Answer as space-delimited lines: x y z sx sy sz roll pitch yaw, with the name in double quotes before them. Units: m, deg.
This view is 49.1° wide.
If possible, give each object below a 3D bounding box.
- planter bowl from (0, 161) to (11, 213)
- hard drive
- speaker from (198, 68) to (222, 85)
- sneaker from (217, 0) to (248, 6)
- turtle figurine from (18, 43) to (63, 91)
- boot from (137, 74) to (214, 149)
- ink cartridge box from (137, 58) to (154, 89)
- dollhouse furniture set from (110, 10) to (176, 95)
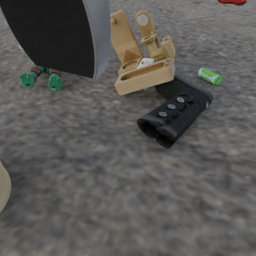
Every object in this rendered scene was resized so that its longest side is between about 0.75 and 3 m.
"planter bowl" -3.915 0.934 5.691 2.541 1.710 2.541 0 38 0
"hard drive" -1.306 -1.888 5.262 1.924 2.852 0.604 13 72 1
"speaker" 3.081 -1.968 10.614 0.403 0.403 0.910 -22 42 -26
"sneaker" 3.077 -3.905 8.254 1.039 0.412 0.496 30 62 26
"turtle figurine" -3.007 -2.687 10.697 2.195 1.476 2.931 -7 51 8
"boot" 1.120 -0.639 8.588 2.128 0.847 2.581 24 47 31
"ink cartridge box" 0.633 -2.030 10.377 0.443 0.764 1.055 10 38 13
"dollhouse furniture set" 0.206 -2.829 9.696 2.458 2.106 2.584 -13 33 25
